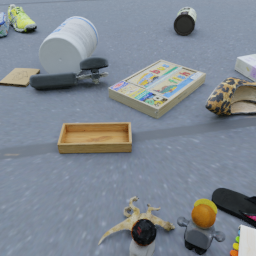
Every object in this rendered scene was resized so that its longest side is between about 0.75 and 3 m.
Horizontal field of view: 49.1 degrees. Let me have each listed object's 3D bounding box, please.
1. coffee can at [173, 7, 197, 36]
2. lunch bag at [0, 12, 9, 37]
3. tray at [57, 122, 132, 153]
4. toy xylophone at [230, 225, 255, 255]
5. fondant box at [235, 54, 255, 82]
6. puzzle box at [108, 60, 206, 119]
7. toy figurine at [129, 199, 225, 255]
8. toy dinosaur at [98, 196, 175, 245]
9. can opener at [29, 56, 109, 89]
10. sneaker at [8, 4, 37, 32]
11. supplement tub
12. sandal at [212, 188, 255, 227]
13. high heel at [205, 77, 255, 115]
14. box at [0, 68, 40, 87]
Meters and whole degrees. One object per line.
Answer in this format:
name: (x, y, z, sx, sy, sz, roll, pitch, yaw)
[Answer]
coffee can: (2.720, -5.052, 13.238, 0.974, 0.974, 1.332, 9, 37, 12)
lunch bag: (-6.489, -4.782, 13.085, 1.631, 0.769, 2.036, -10, 37, -11)
tray: (-0.770, 0.230, 6.805, 1.700, 0.315, 0.839, 0, 37, -2)
toy xylophone: (2.034, 1.996, 4.516, 0.689, 0.237, 0.941, 19, 41, 23)
fondant box: (4.854, -2.151, 9.790, 1.728, 0.503, 1.246, -15, 40, -17)
puzzle box: (0.980, -1.360, 8.860, 1.857, 0.355, 2.792, 26, 44, 31)
toy figurine: (0.817, 1.910, 3.897, 1.611, 1.121, 1.586, -9, 38, -11)
toy dinosaur: (0.130, 1.602, 4.914, 1.373, 0.399, 0.694, -5, 39, -7)
can opener: (-1.838, -1.702, 8.921, 2.508, 0.833, 0.660, -10, 2, -5)
sneaker: (-5.302, -5.348, 13.678, 0.913, 0.926, 2.423, -29, 47, -35)
supplement tub: (-2.005, -2.881, 9.904, 1.539, 1.539, 2.333, 5, 36, 6)
sandal: (2.389, 1.490, 5.056, 1.735, 0.391, 0.652, 19, 41, 24)
high heel: (3.447, -0.684, 7.396, 2.712, 0.968, 1.933, -19, 34, -37)
box: (-3.678, -1.741, 9.565, 0.945, 0.123, 1.156, 6, 38, 7)
